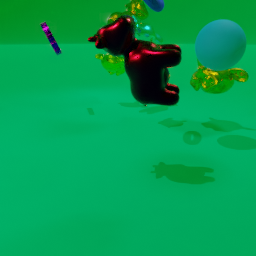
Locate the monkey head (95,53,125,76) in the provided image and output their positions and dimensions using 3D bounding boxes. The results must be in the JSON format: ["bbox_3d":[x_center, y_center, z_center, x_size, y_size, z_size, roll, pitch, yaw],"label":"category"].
[{"bbox_3d":[-0.475,-2.560,10.605,1.469,0.885,1.057,15,60,29],"label":"monkey head"}]

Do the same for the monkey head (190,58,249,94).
[{"bbox_3d":[2.427,-1.610,8.008,1.088,1.299,1.805,-15,16,-30],"label":"monkey head"}]

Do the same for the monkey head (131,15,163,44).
[{"bbox_3d":[0.359,-2.625,7.538,0.782,0.934,1.298,-1,-7,43],"label":"monkey head"}]

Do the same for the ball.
[{"bbox_3d":[1.978,-1.770,6.023,1.053,1.053,1.053,0,19,0],"label":"ball"}]

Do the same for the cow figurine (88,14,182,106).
[{"bbox_3d":[0.127,-1.029,4.462,1.429,1.452,0.797,3,27,10],"label":"cow figurine"}]

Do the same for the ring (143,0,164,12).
[{"bbox_3d":[0.366,-2.843,5.662,0.220,1.098,1.098,-31,4,28],"label":"ring"}]

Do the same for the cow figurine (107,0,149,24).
[{"bbox_3d":[-0.021,-3.587,9.130,1.630,1.604,0.895,-9,8,-44],"label":"cow figurine"}]

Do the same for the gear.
[{"bbox_3d":[-2.462,-2.865,9.003,0.194,1.051,1.051,-28,23,-5],"label":"gear"}]
